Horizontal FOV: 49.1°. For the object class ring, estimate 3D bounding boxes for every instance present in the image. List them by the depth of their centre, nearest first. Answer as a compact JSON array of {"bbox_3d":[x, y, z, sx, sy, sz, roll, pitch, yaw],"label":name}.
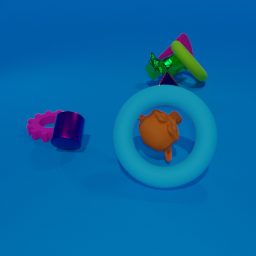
[{"bbox_3d":[0.727,0.151,5.661,2.092,2.092,0.418,4,-7,7],"label":"ring"},{"bbox_3d":[2.188,-2.388,10.007,0.356,1.782,1.782,-41,22,21],"label":"ring"}]

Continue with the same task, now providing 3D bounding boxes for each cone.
[{"bbox_3d":[1.474,-1.093,8.815,1.046,1.042,1.042,29,37,7],"label":"cone"},{"bbox_3d":[1.849,-3.100,11.940,1.437,1.431,1.431,-9,23,32],"label":"cone"}]

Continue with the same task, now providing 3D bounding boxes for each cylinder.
[{"bbox_3d":[-1.398,0.071,6.561,0.701,0.701,0.701,2,61,4],"label":"cylinder"}]

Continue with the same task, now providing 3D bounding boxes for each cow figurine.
[{"bbox_3d":[1.407,-2.234,9.854,1.588,1.562,0.872,-27,75,6],"label":"cow figurine"}]

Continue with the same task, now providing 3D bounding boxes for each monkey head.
[{"bbox_3d":[0.742,0.021,6.259,1.373,0.827,0.988,52,38,6],"label":"monkey head"}]

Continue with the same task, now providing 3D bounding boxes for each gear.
[{"bbox_3d":[-2.015,-0.079,7.494,1.283,0.237,1.283,1,31,0],"label":"gear"}]
